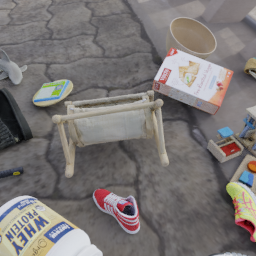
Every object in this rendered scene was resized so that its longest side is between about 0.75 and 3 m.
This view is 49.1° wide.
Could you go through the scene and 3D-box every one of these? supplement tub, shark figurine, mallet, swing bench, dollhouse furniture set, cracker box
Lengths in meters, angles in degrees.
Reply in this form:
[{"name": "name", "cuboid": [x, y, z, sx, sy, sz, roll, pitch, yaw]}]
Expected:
[{"name": "supplement tub", "cuboid": [-1.907, 2.755, 6.233, 2.327, 1.680, 1.680, 25, 50, 22]}, {"name": "shark figurine", "cuboid": [-5.678, -2.864, 12.228, 2.836, 1.184, 1.695, 13, 45, 10]}, {"name": "mallet", "cuboid": [-4.473, 1.449, 8.089, 2.694, 0.887, 0.554, -17, 48, -16]}, {"name": "swing bench", "cuboid": [-0.444, -0.069, 8.180, 2.734, 1.783, 2.748, -8, 18, -1]}, {"name": "dollhouse furniture set", "cuboid": [3.784, 0.340, 8.886, 1.852, 1.305, 1.297, -19, 48, -19]}, {"name": "cracker box", "cuboid": [2.477, -1.832, 10.801, 2.615, 0.754, 1.752, 23, 66, 9]}]

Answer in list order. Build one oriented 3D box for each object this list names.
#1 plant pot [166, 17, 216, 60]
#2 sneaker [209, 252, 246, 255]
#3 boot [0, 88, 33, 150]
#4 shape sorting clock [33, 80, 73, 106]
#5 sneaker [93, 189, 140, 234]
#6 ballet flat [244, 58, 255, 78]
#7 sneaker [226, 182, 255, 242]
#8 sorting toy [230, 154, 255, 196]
[{"name": "plant pot", "cuboid": [2.590, -3.606, 12.523, 2.194, 1.473, 2.194, 9, 57, -14]}, {"name": "sneaker", "cuboid": [2.602, 3.431, 6.296, 1.737, 0.652, 1.003, 4, 47, 2]}, {"name": "boot", "cuboid": [-4.717, -0.222, 9.638, 2.038, 1.026, 2.726, -25, 51, -22]}, {"name": "shape sorting clock", "cuboid": [-2.971, -1.394, 11.112, 1.692, 0.332, 1.692, -13, 43, 13]}, {"name": "sneaker", "cuboid": [-0.326, 2.005, 7.485, 1.670, 0.939, 0.595, 34, 54, 29]}, {"name": "ballet flat", "cuboid": [6.135, -2.186, 11.943, 2.467, 0.847, 0.778, 35, 82, 33]}, {"name": "sneaker", "cuboid": [3.123, 2.211, 7.489, 0.797, 0.690, 1.766, -21, 46, -10]}, {"name": "sorting toy", "cuboid": [4.240, 1.652, 8.312, 1.991, 0.267, 1.484, 29, 52, 26]}]
